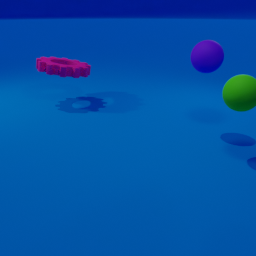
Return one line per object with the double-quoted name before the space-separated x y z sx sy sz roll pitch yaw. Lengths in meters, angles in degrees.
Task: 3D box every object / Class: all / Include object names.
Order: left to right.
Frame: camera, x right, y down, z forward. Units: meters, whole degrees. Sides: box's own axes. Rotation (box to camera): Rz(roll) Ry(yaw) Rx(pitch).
"gear" -2.406 -2.296 10.530 1.946 0.360 1.946 9 21 -3
"ball" 2.129 -1.917 7.543 0.869 0.869 0.869 0 24 0
"ball" 2.567 -0.783 6.320 0.835 0.835 0.835 0 24 0
